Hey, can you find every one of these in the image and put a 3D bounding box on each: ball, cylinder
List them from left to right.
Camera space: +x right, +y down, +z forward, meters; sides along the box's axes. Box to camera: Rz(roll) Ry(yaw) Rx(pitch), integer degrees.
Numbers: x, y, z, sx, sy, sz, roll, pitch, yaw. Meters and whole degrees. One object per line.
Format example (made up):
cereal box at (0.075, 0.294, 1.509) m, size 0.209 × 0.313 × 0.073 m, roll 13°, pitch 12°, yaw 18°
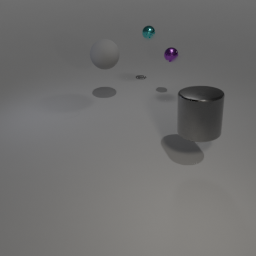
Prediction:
ball at (-1.105, -3.496, 13.315) m, size 1.400 × 1.400 × 1.400 m, roll 0°, pitch 31°, yaw 0°
ball at (1.095, -5.044, 14.800) m, size 0.700 × 0.700 × 0.700 m, roll 0°, pitch 31°, yaw 0°
ball at (2.117, -3.593, 13.730) m, size 0.700 × 0.700 × 0.700 m, roll 0°, pitch 31°, yaw 0°
cylinder at (2.281, -0.473, 8.895) m, size 1.400 × 1.400 × 1.400 m, roll -3°, pitch 25°, yaw 2°
